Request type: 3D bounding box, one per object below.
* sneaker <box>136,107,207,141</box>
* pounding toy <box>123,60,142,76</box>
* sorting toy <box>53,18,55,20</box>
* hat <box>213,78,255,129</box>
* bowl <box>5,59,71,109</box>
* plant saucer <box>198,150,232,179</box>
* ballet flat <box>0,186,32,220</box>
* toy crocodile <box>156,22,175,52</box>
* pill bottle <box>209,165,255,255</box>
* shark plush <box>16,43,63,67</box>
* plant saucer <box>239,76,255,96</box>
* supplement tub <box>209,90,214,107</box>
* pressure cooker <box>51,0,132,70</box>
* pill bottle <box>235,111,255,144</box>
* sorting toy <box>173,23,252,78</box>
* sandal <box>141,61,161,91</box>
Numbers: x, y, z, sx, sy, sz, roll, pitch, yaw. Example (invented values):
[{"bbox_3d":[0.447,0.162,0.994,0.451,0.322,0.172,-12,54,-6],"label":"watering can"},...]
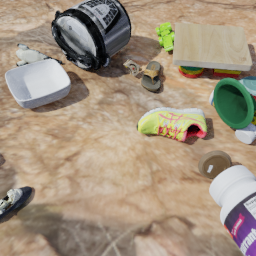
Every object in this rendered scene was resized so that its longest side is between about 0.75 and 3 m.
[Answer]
[{"bbox_3d":[1.469,-0.039,8.995,2.377,0.929,1.073,-6,50,-6],"label":"sneaker"},{"bbox_3d":[0.157,-2.407,11.311,0.829,0.474,0.476,25,6,-33],"label":"pounding toy"},{"bbox_3d":[-2.232,-5.163,14.026,2.658,0.485,2.461,-25,51,-12],"label":"sorting toy"},{"bbox_3d":[3.900,-0.882,8.874,1.645,1.548,1.868,-21,84,-22],"label":"hat"},{"bbox_3d":[-3.308,-1.577,10.500,2.094,0.783,2.097,-23,51,-20],"label":"bowl"},{"bbox_3d":[2.460,1.063,7.884,0.948,0.948,0.140,0,27,0],"label":"plant saucer"},{"bbox_3d":[-3.174,1.974,7.428,0.509,0.509,1.392,32,55,26],"label":"ballet flat"},{"bbox_3d":[1.817,-4.264,13.097,0.757,0.692,2.242,-20,47,15],"label":"toy crocodile"},{"bbox_3d":[3.139,2.230,6.354,1.581,1.581,2.838,-16,41,-14],"label":"pill bottle"},{"bbox_3d":[-3.862,-3.159,12.061,2.084,0.947,0.868,1,17,7],"label":"shark plush"},{"bbox_3d":[4.932,-1.661,10.951,1.285,0.231,1.285,0,47,0],"label":"plant saucer"},{"bbox_3d":[3.593,-0.906,9.785,0.907,0.907,1.253,-32,55,-26],"label":"supplement tub"},{"bbox_3d":[-1.521,-3.769,11.395,2.516,2.555,2.861,15,46,39],"label":"pressure cooker"},{"bbox_3d":[4.096,-0.112,9.079,0.711,0.711,1.245,37,72,29],"label":"pill bottle"},{"bbox_3d":[3.376,-3.179,11.800,2.932,1.026,2.949,6,48,6],"label":"sorting toy"},{"bbox_3d":[0.998,-2.191,11.222,0.809,0.540,1.980,9,48,8],"label":"sandal"}]
